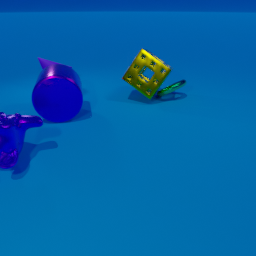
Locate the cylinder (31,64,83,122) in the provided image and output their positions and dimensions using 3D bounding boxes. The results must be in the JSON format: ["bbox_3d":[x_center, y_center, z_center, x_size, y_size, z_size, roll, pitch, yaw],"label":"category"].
[{"bbox_3d":[-2.074,-1.068,8.378,1.398,1.398,1.398,-4,26,-9],"label":"cylinder"}]

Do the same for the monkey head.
[{"bbox_3d":[-2.529,0.227,6.067,1.316,1.102,1.829,-3,13,-29],"label":"monkey head"}]

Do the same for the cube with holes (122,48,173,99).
[{"bbox_3d":[0.711,-1.893,9.720,1.190,1.190,1.190,36,18,2],"label":"cube with holes"}]

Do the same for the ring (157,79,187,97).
[{"bbox_3d":[1.570,-1.435,10.078,1.144,0.229,1.144,-25,6,3],"label":"ring"}]

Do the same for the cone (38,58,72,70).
[{"bbox_3d":[-3.007,-2.299,10.773,1.200,1.196,1.196,41,26,-7],"label":"cone"}]
